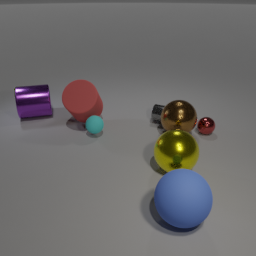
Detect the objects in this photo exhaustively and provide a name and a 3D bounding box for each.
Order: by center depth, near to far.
[{"bbox_3d":[1.339,1.705,6.838,1.400,1.400,1.400,0,28,0],"label":"ball"},{"bbox_3d":[1.502,0.737,8.709,1.400,1.400,1.400,0,28,0],"label":"ball"},{"bbox_3d":[-1.285,-0.129,10.809,0.700,0.700,0.700,0,28,0],"label":"ball"},{"bbox_3d":[1.967,-0.392,10.854,1.400,1.400,1.400,0,28,0],"label":"ball"},{"bbox_3d":[3.096,-0.091,11.089,0.700,0.700,0.700,0,28,0],"label":"ball"},{"bbox_3d":[-1.800,-1.051,11.331,1.400,1.400,1.400,3,-14,5],"label":"cylinder"},{"bbox_3d":[1.429,-0.618,11.907,0.700,0.700,0.700,13,30,20],"label":"cylinder"},{"bbox_3d":[-4.146,-1.176,12.387,1.400,1.400,1.400,-7,28,-14],"label":"cylinder"}]
